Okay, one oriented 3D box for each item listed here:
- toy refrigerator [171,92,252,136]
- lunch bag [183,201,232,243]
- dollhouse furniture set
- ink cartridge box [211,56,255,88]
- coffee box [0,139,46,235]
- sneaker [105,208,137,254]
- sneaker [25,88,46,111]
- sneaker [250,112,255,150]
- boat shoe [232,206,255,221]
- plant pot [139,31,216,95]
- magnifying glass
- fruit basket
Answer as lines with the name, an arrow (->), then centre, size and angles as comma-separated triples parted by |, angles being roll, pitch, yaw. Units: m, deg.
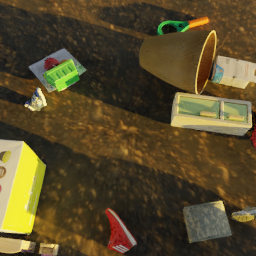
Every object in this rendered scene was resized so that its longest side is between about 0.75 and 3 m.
toy refrigerator -> 3.208, -0.565, 10.934 | 2.881, 1.008, 1.094 | 9, 66, 3
lunch bag -> 2.643, 3.120, 9.361 | 1.398, 0.822, 1.147 | -10, 66, 1
dollhouse furniture set -> -3.346, 4.489, 8.451 | 1.926, 1.331, 2.040 | 5, 66, 3
ink cartridge box -> 4.586, -2.348, 11.965 | 1.794, 0.609, 1.041 | 13, 66, 6
coffee box -> -4.369, 1.920, 8.950 | 2.503, 2.531, 2.527 | 5, 66, 2
sneaker -> -0.476, 3.480, 9.334 | 0.867, 0.588, 1.501 | -36, 69, -16
sneaker -> -3.732, -1.082, 11.119 | 0.797, 1.088, 0.438 | -25, 66, -16
sneaker -> 5.432, -0.009, 10.794 | 0.992, 0.823, 2.076 | 19, 67, 7
boat shoe -> 4.147, 2.946, 9.696 | 1.157, 0.433, 0.396 | -3, 45, 1
plant pot -> 1.914, -2.862, 11.434 | 2.667, 2.485, 2.485 | 18, 66, 24
magnifying glass -> 2.609, -4.829, 13.319 | 2.538, 0.284, 1.010 | -19, 67, -6
fruit basket -> -3.022, -2.493, 12.003 | 1.828, 0.925, 1.974 | -35, 53, -17
